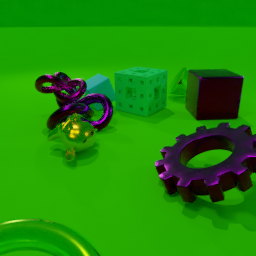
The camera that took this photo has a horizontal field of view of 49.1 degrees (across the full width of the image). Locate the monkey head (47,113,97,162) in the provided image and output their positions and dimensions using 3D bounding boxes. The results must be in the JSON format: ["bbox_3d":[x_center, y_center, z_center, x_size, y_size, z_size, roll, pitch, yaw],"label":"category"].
[{"bbox_3d":[-1.153,0.199,5.798,0.933,0.781,1.297,-28,15,28],"label":"monkey head"}]

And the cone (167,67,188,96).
[{"bbox_3d":[2.114,-1.367,9.759,1.082,1.078,1.078,32,21,-7],"label":"cone"}]

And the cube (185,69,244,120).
[{"bbox_3d":[2.413,-0.991,8.031,1.196,1.196,1.196,-2,22,-4],"label":"cube"}]

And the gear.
[{"bbox_3d":[1.318,0.498,4.608,1.721,0.318,1.721,-21,23,9],"label":"gear"}]

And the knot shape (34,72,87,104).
[{"bbox_3d":[-1.753,-1.067,7.157,1.214,0.600,1.298,5,19,-27],"label":"knot shape"}]

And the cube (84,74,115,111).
[{"bbox_3d":[-0.915,-1.109,8.615,0.752,0.752,0.752,-33,33,-16],"label":"cube"}]

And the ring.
[{"bbox_3d":[-0.921,1.463,2.510,1.664,0.333,1.664,15,22,-6],"label":"ring"}]

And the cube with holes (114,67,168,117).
[{"bbox_3d":[0.402,-1.138,8.426,1.138,1.138,1.138,15,27,33],"label":"cube with holes"}]

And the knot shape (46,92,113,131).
[{"bbox_3d":[-1.154,-0.425,7.138,1.582,0.781,1.691,3,24,7],"label":"knot shape"}]
